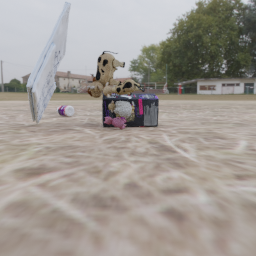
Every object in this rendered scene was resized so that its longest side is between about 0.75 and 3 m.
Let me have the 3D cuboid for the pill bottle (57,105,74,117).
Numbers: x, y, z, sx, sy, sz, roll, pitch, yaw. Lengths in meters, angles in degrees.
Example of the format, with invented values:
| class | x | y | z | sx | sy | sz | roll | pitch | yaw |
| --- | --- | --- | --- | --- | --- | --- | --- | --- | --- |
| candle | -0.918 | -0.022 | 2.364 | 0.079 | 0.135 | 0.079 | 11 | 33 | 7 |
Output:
| class | x | y | z | sx | sy | sz | roll | pitch | yaw |
| --- | --- | --- | --- | --- | --- | --- | --- | --- | --- |
| pill bottle | -2.532 | -0.688 | 11.251 | 0.761 | 0.428 | 0.428 | 7 | 10 | 43 |

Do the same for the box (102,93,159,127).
| class | x | y | z | sx | sy | sz | roll | pitch | yaw |
| --- | --- | --- | --- | --- | --- | --- | --- | --- | --- |
| box | 0.044 | -0.518 | 7.871 | 1.524 | 0.808 | 0.932 | 0 | 17 | -4 |

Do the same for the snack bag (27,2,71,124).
| class | x | y | z | sx | sy | sz | roll | pitch | yaw |
| --- | --- | --- | --- | --- | --- | --- | --- | --- | --- |
| snack bag | -2.101 | -1.653 | 7.699 | 0.285 | 2.667 | 2.515 | 20 | -22 | -8 |

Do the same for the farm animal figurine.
| class | x | y | z | sx | sy | sz | roll | pitch | yaw |
| --- | --- | --- | --- | --- | --- | --- | --- | --- | --- |
| farm animal figurine | -0.453 | -0.926 | 6.906 | 0.860 | 1.381 | 1.710 | 3 | 46 | -48 |
